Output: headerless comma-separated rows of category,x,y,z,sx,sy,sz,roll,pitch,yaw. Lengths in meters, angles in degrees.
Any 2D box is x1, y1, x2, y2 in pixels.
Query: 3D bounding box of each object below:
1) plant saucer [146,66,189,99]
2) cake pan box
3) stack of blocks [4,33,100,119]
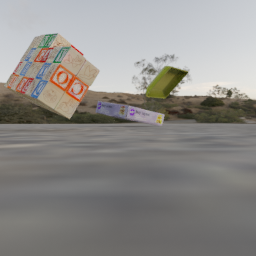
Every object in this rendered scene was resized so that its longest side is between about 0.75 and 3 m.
plant saucer,1.598,-2.018,12.018,1.662,0.398,1.659,-4,-39,-53
cake pan box,0.041,-0.554,10.897,1.911,0.543,2.075,13,0,-39
stack of blocks,-1.428,-1.033,5.157,0.643,1.265,2.196,35,-9,-37
